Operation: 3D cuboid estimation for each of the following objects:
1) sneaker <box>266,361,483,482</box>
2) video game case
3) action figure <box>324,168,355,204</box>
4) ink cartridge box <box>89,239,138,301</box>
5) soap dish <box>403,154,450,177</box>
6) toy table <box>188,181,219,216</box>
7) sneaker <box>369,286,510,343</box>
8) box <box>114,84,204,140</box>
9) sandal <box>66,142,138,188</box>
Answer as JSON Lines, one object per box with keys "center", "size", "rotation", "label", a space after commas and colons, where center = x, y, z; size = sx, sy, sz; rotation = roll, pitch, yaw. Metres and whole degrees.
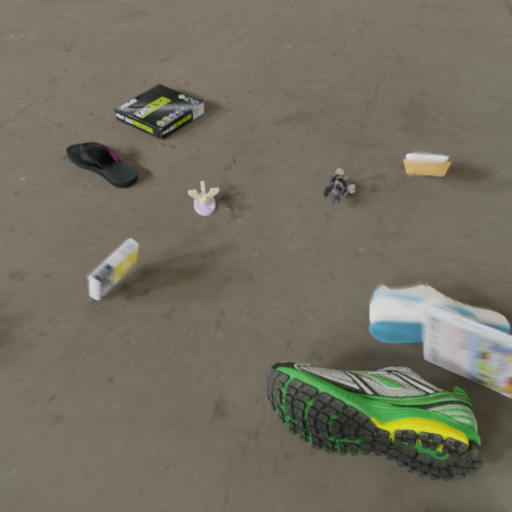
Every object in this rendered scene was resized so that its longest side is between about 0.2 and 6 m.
{"center": [1.670, 2.225, 8.339], "size": [3.177, 1.239, 1.353], "rotation": [17, 38, 5], "label": "sneaker"}
{"center": [3.448, 1.532, 8.586], "size": [1.808, 1.295, 0.163], "rotation": [23, 53, 35], "label": "video game case"}
{"center": [1.872, -1.556, 12.362], "size": [0.628, 0.539, 1.056], "rotation": [44, 38, -4], "label": "action figure"}
{"center": [-2.577, 0.309, 10.129], "size": [0.246, 1.048, 1.036], "rotation": [35, 58, 8], "label": "ink cartridge box"}
{"center": [3.775, -2.019, 12.480], "size": [0.870, 0.449, 1.106], "rotation": [5, 10, 8], "label": "soap dish"}
{"center": [-1.136, -1.272, 12.269], "size": [0.664, 0.423, 0.723], "rotation": [-14, 45, -15], "label": "toy table"}
{"center": [3.129, 0.997, 9.616], "size": [2.303, 0.881, 0.930], "rotation": [6, 48, 7], "label": "sneaker"}
{"center": [-2.556, -3.866, 14.913], "size": [1.680, 0.413, 1.740], "rotation": [30, 51, 23], "label": "box"}
{"center": [-3.645, -2.314, 13.244], "size": [2.212, 0.530, 0.832], "rotation": [28, 51, 26], "label": "sandal"}
